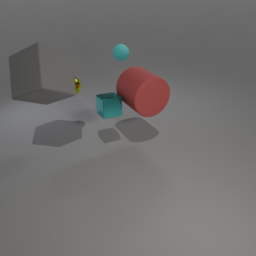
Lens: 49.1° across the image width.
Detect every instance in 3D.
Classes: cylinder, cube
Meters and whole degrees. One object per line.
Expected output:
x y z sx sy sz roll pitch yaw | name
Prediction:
0.499 -1.278 9.732 1.400 1.400 1.400 -15 33 -25 | cylinder
-0.656 -0.783 9.657 0.700 0.700 0.700 -13 25 -23 | cube
-2.661 -1.620 8.764 1.400 1.400 1.400 -12 -9 31 | cube

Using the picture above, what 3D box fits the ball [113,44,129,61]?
-0.306 -3.251 12.074 0.700 0.700 0.700 0 29 0 | ball

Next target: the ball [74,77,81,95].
-2.021 -1.489 9.985 0.700 0.700 0.700 0 29 0 | ball
